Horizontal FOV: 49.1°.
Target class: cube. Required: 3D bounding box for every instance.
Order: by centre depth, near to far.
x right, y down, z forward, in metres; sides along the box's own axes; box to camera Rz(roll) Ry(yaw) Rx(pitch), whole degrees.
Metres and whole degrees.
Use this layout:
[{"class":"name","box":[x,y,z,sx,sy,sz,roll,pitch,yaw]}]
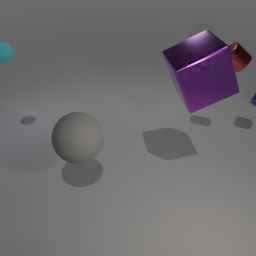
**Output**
[{"class":"cube","box":[1.924,-1.526,7.536,1.400,1.400,1.400,-24,35,8]}]

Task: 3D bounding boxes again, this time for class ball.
[{"class":"ball","box":[-1.343,0.263,7.559,1.400,1.400,1.400,0,32,0]},{"class":"ball","box":[-4.042,-2.429,8.998,0.700,0.700,0.700,0,32,0]}]

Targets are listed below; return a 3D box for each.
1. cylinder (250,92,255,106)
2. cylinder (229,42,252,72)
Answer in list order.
[{"class":"cylinder","box":[5.167,-1.158,10.677,0.700,0.700,0.700,32,1,0]},{"class":"cylinder","box":[3.531,-2.309,9.143,0.700,0.700,0.700,38,30,-14]}]
